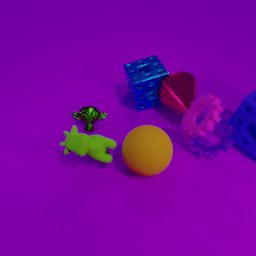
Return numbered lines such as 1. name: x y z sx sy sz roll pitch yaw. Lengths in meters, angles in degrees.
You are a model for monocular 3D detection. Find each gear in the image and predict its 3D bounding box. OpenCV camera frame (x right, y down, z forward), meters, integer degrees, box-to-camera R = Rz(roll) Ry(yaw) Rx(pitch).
1. gear: 1.778 -0.301 6.765 0.200 1.079 1.079 27 38 -26
2. gear: 2.216 0.159 7.647 1.304 1.304 0.241 20 23 19

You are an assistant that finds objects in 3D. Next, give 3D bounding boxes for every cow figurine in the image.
1. cow figurine: -1.025 0.433 7.323 1.385 0.772 1.407 18 0 -9

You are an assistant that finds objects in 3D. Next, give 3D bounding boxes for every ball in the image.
1. ball: 0.501 0.582 7.293 1.313 1.313 1.313 0 45 0

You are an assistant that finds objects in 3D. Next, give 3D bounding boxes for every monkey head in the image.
1. monkey head: -1.220 -0.300 8.817 1.095 0.788 0.660 0 7 -6

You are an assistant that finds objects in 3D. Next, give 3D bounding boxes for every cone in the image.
1. cone: 1.730 -0.759 8.541 1.389 1.389 1.394 -8 42 -8

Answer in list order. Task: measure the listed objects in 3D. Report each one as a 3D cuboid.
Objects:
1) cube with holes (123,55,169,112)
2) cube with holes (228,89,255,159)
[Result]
1. cube with holes: 0.638 -1.498 9.357 1.170 1.170 1.170 -18 46 -4
2. cube with holes: 3.814 -0.202 7.735 1.390 1.390 1.390 -32 64 -30
